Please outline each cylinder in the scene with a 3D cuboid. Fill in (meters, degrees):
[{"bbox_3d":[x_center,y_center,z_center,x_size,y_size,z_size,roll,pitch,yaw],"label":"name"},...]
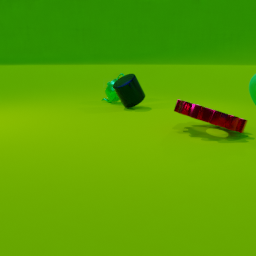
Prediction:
[{"bbox_3d":[0.051,-1.599,12.041,1.082,1.082,1.082,-23,29,14],"label":"cylinder"}]

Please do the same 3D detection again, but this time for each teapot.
[{"bbox_3d":[-0.657,-1.832,13.520,0.931,1.901,1.182,41,31,7],"label":"teapot"}]

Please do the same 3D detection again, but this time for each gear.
[{"bbox_3d":[2.403,-0.362,8.246,2.055,0.380,2.055,17,8,-2],"label":"gear"}]

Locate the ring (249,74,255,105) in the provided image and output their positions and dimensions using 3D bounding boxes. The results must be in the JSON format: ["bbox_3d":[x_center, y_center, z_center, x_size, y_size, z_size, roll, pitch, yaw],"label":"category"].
[{"bbox_3d":[3.402,-0.443,5.833,0.398,1.992,1.992,-45,21,-1],"label":"ring"}]
